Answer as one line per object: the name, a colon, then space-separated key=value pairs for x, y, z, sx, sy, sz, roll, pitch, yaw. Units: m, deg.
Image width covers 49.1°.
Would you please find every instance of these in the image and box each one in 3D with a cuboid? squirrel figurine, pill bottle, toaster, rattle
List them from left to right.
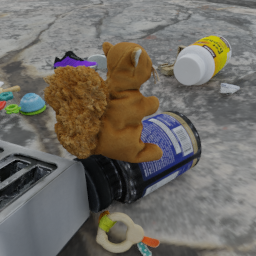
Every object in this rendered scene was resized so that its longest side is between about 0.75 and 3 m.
toaster: x=-2.421 y=1.412 z=4.639 sx=2.576 sy=1.690 sz=2.849 roll=11 pitch=26 yaw=22
squirrel figurine: x=-0.318 y=-0.489 z=4.589 sx=1.972 sy=1.840 sz=1.395 roll=-3 pitch=24 yaw=-36
rattle: x=-0.027 y=2.040 z=5.433 sx=1.146 sy=0.818 sz=0.746 roll=12 pitch=67 yaw=-4
pill bottle: x=0.205 y=0.711 z=6.258 sx=2.757 sy=1.542 sz=1.542 roll=-22 pitch=39 yaw=-31
pill bottle: x=3.064 y=-2.786 z=11.613 sx=1.601 sy=1.601 sz=2.931 roll=21 pitch=38 yaw=29

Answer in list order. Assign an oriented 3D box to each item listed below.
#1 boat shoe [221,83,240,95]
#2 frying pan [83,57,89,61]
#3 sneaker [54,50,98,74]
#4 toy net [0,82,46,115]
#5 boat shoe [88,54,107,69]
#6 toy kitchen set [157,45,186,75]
boat shoe: x=3.851 y=-1.468 z=10.693 sx=1.202 sy=0.393 sz=0.442 roll=-1 pitch=19 yaw=-42
frying pan: x=-2.143 y=-3.347 z=13.846 sx=1.033 sy=0.168 sz=0.625 roll=-17 pitch=36 yaw=-30
sneaker: x=-2.022 y=-2.524 z=10.611 sx=1.737 sy=0.864 sz=0.604 roll=-4 pitch=2 yaw=7
toy net: x=-4.393 y=-0.979 z=9.845 sx=2.980 sy=0.576 sz=1.564 roll=17 pitch=39 yaw=27
boat shoe: x=-1.005 y=-3.163 z=13.154 sx=1.832 sy=0.648 sz=0.583 roll=-2 pitch=32 yaw=-17
toy kitchen set: x=1.900 y=-3.080 z=12.519 sx=1.228 sy=1.108 sz=1.002 roll=-19 pitch=36 yaw=-34
